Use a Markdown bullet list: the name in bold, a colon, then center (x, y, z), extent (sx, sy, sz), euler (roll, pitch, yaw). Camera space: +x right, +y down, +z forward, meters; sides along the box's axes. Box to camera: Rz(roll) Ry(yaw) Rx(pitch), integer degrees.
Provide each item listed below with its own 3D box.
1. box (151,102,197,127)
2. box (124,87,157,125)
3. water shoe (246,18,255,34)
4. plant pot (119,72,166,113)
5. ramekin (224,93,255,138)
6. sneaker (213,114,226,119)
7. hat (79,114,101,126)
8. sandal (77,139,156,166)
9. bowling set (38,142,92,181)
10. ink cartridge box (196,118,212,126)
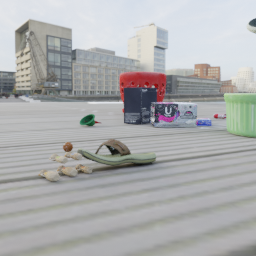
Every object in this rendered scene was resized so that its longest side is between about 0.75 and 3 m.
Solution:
- **box**: center (1.781, -0.547, 11.067), extent (1.655, 0.950, 1.094), euler (0, 7, -4)
- **box**: center (0.585, -1.014, 12.457), extent (0.891, 1.558, 1.712), euler (4, 7, 28)
- **water shoe**: center (4.444, -2.705, 8.105), extent (1.974, 0.706, 0.779), euler (13, -33, 24)
- **plant pot**: center (0.871, -1.980, 16.598), extent (2.747, 2.502, 2.747), euler (0, 7, 0)
- **ramekin**: center (4.343, -0.437, 8.748), extent (2.607, 1.273, 2.607), euler (0, 7, 0)
- **sneaker**: center (4.836, -0.611, 14.541), extent (0.780, 0.278, 0.439), euler (0, 3, -17)
- **hat**: center (-1.452, -0.121, 11.241), extent (0.782, 0.689, 0.648), euler (-30, 35, -6)
- **sandal**: center (-0.178, 0.394, 4.812), extent (1.485, 0.424, 0.590), euler (3, 0, -33)
- **bowling set**: center (-0.947, 0.477, 4.312), extent (0.793, 0.552, 0.426), euler (-1, 4, -45)
- **ink cartridge box**: center (3.061, -0.255, 11.703), extent (0.751, 0.264, 1.259), euler (1, 8, 10)
